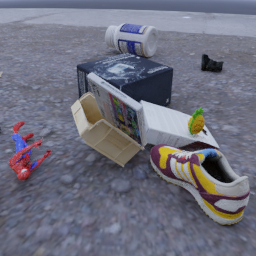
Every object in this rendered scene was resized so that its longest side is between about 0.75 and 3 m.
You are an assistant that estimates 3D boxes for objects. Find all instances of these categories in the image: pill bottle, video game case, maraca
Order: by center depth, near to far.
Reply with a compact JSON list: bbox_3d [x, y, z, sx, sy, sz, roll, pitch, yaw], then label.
[{"bbox_3d":[-0.210,-0.394,6.741,1.558,1.710,0.196,36,70,24],"label":"video game case"},{"bbox_3d":[1.891,-0.178,7.728,0.556,0.811,0.434,-27,42,-37],"label":"maraca"},{"bbox_3d":[0.170,-4.981,15.731,2.718,1.627,1.627,17,35,25],"label":"pill bottle"}]

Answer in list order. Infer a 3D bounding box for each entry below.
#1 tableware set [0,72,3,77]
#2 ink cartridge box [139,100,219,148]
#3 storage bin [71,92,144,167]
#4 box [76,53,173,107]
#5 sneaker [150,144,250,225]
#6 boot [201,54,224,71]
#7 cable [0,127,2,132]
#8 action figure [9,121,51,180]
[{"bbox_3d":[-6.635,-2.184,12.266,1.710,0.390,2.539,-3,31,-4],"label":"tableware set"},{"bbox_3d":[1.419,0.025,8.501,2.238,0.529,1.791,16,27,-14],"label":"ink cartridge box"},{"bbox_3d":[-0.606,-0.009,7.431,0.761,1.612,1.623,-46,35,10],"label":"storage bin"},{"bbox_3d":[-0.126,-1.569,10.182,2.484,1.483,2.526,-25,40,-35],"label":"box"},{"bbox_3d":[1.537,0.831,6.369,1.037,1.247,2.767,-20,36,-30],"label":"sneaker"},{"bbox_3d":[4.175,-3.233,13.849,1.041,0.524,1.392,1,41,16],"label":"boot"},{"bbox_3d":[-4.789,0.534,7.871,1.229,0.637,2.532,-5,14,25],"label":"cable"},{"bbox_3d":[-2.479,0.465,7.284,1.128,0.744,2.279,-29,34,1],"label":"action figure"}]
